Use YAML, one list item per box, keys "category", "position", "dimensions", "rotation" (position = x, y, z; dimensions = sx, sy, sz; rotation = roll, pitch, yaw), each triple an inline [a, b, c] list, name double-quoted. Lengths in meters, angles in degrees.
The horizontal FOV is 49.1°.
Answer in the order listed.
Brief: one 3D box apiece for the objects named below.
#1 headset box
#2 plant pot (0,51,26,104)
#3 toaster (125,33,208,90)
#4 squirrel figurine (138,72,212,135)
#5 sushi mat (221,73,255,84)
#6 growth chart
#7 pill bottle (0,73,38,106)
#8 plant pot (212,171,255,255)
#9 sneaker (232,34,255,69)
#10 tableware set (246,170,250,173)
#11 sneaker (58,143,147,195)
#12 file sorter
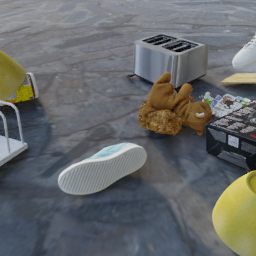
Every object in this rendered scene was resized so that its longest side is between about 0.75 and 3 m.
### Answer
- category: "headset box"
  position: [3.674, 0.128, 7.577]
  dimensions: [2.524, 0.975, 1.878]
  rotation: [-21, 27, -28]
- category: "plant pot"
  position: [-4.978, -1.934, 9.525]
  dimensions: [2.359, 1.675, 2.359]
  rotation: [-16, 43, 16]
- category: "toaster"
  position: [1.611, -2.753, 11.539]
  dimensions: [2.646, 1.570, 2.392]
  rotation: [-27, 42, -33]
- category: "squirrel figurine"
  position: [1.450, -0.410, 8.618]
  dimensions: [1.954, 1.482, 2.094]
  rotation: [35, 61, 26]
- category: "sushi mat"
  position: [5.155, -1.914, 10.708]
  dimensions: [1.392, 0.176, 2.911]
  rotation: [-28, 23, -33]
- category: "growth chart"
  position: [3.839, -0.702, 9.770]
  dimensions: [2.689, 0.238, 1.946]
  rotation: [12, 35, 16]
- category: "pill bottle"
  position: [-4.216, -1.371, 10.076]
  dimensions: [1.767, 0.965, 0.965]
  rotation: [-16, 38, -22]
- category: "plant pot"
  position: [2.670, 1.574, 5.601]
  dimensions: [1.705, 1.210, 1.705]
  rotation: [0, 35, 0]
- category: "sneaker"
  position: [3.530, -2.463, 7.659]
  dimensions: [1.738, 1.005, 0.640]
  rotation: [-38, 47, 11]
- category: "tableware set"
  position: [3.835, 1.050, 7.193]
  dimensions: [1.541, 0.179, 1.287]
  rotation: [8, 33, 16]
- category: "sneaker"
  position: [-0.673, 0.971, 7.023]
  dimensions: [2.243, 0.829, 0.919]
  rotation: [-16, 14, -21]
- category: "file sorter"
  position: [-4.005, 0.257, 7.086]
  dimensions: [1.572, 1.410, 2.265]
  rotation: [13, 29, 20]
